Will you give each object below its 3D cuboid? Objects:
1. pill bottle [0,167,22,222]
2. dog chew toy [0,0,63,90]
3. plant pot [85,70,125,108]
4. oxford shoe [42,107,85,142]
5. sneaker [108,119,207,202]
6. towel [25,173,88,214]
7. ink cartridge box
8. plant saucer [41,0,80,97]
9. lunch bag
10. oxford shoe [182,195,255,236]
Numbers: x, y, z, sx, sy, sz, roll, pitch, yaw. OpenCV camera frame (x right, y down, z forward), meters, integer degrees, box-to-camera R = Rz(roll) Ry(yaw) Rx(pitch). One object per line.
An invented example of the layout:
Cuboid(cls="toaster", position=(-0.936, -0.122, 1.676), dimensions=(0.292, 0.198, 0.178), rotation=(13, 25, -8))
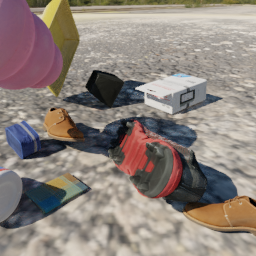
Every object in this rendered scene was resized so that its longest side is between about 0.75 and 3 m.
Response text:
Cuboid(cls="pill bottle", position=(-2.724, 0.960, 4.768), dimensions=(1.617, 0.908, 0.908), rotation=(12, 29, 20))
Cuboid(cls="dog chew toy", position=(-2.228, -1.530, 5.205), dimensions=(1.819, 1.819, 2.921), rotation=(9, -5, 18))
Cuboid(cls="plant pot", position=(-0.837, -1.372, 9.176), dimensions=(0.857, 0.966, 0.963), rotation=(21, 14, -31))
Cuboid(cls="oxford shoe", position=(-1.623, -0.106, 6.889), dimensions=(0.695, 0.694, 1.947), rotation=(6, 12, -38))
Cuboid(cls="sneaker", position=(0.510, 0.599, 5.396), dimensions=(1.380, 0.998, 2.824), rotation=(24, 6, -23))
Cuboid(cls="towel", position=(-1.340, 1.202, 5.296), dimensions=(0.960, 0.104, 0.704), rotation=(-22, 35, -39))
Cuboid(cls="ink cartridge box", position=(1.415, -1.115, 9.182), dimensions=(2.162, 0.733, 1.254), rotation=(-22, 32, -34))
Cuboid(cls="plant saucer", position=(-2.369, -2.522, 8.844), dimensions=(0.587, 2.423, 2.423), rotation=(16, -14, 6))
Cuboid(cls="lunch bag", position=(-2.438, 0.234, 6.558), dimensions=(0.559, 0.574, 0.845), rotation=(-27, 54, -38))
Cuboid(cls="oxford shoe", position=(1.688, 1.316, 4.489), dimensions=(1.599, 0.570, 0.570), rotation=(3, 17, 15))
